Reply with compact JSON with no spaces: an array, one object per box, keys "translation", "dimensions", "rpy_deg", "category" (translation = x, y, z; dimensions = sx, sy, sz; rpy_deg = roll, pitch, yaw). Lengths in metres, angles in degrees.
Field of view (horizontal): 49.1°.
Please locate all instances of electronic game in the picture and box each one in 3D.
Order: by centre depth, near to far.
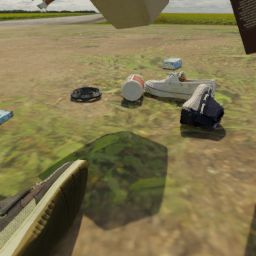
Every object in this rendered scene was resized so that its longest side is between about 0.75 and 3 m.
[{"translation":[-1.383,-1.146,9.342],"dimensions":[1.061,0.221,1.061],"rpy_deg":[-2,25,1],"category":"electronic game"}]

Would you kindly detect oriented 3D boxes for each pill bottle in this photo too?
[{"translation":[0.203,-1.400,9.375],"dimensions":[0.674,0.674,1.202],"rpy_deg":[3,24,7],"category":"pill bottle"}]

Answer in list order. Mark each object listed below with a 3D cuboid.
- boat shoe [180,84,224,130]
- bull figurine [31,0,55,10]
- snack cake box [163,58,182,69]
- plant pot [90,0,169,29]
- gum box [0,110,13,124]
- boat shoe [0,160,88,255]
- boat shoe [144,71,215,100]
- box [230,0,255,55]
[{"translation":[2.148,-0.550,7.516],"dimensions":[0.947,0.763,2.043],"rpy_deg":[18,37,23],"category":"boat shoe"},{"translation":[-2.107,-3.410,5.657],"dimensions":[1.970,1.196,0.641],"rpy_deg":[33,8,-28],"category":"bull figurine"},{"translation":[2.202,-3.203,13.839],"dimensions":[0.604,0.353,1.051],"rpy_deg":[12,27,29],"category":"snack cake box"},{"translation":[0.114,-3.666,7.353],"dimensions":[1.811,1.604,1.809],"rpy_deg":[8,52,39],"category":"plant pot"},{"translation":[-3.574,-0.282,7.459],"dimensions":[0.656,0.172,0.772],"rpy_deg":[5,24,11],"category":"gum box"},{"translation":[-1.234,1.133,3.370],"dimensions":[0.828,0.900,2.519],"rpy_deg":[10,30,11],"category":"boat shoe"},{"translation":[1.666,-1.470,9.285],"dimensions":[2.464,0.860,0.874],"rpy_deg":[15,28,30],"category":"boat shoe"},{"translation":[2.636,-2.559,5.462],"dimensions":[0.750,2.001,1.002],"rpy_deg":[-28,15,-23],"category":"box"}]
